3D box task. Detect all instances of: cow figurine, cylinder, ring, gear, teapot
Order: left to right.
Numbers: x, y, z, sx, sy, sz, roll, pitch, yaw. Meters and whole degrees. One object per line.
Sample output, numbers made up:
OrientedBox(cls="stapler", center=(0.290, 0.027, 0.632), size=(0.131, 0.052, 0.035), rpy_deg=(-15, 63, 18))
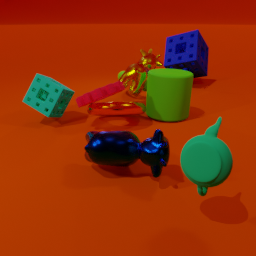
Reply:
OrientedBox(cls="gear", center=(-0.731, -0.892, 7.409), size=(1.295, 0.239, 1.295), rpy_deg=(-21, 5, 2))
OrientedBox(cls="ring", center=(-0.317, -0.525, 7.863), size=(1.654, 0.331, 1.654), rpy_deg=(-1, 1, 0))
OrientedBox(cls="cow figurine", center=(-0.017, 0.405, 5.198), size=(1.539, 0.845, 1.514), rpy_deg=(3, 1, -21))
OrientedBox(cls="cow figurine", center=(0.428, -1.859, 9.081), size=(0.946, 1.696, 1.723), rpy_deg=(35, 5, 2))
OrientedBox(cls="ring", center=(0.625, -1.730, 10.678), size=(2.086, 0.417, 2.086), rpy_deg=(15, 16, -4))
OrientedBox(cls="cylinder", center=(1.209, -1.007, 8.315), size=(1.307, 1.307, 1.307), rpy_deg=(2, 21, -1))
OrientedBox(cls="teapot", center=(1.114, 0.404, 3.857), size=(0.709, 1.141, 0.558), rpy_deg=(14, 9, 35))

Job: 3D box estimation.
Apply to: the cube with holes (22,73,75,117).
OrientedBox(cls="cube with holes", center=(-2.199, -0.884, 7.867), size=(0.867, 0.867, 0.867), rpy_deg=(31, 7, 8))

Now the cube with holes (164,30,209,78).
OrientedBox(cls="cube with holes", center=(2.504, -3.029, 11.897), size=(1.394, 1.394, 1.394), rpy_deg=(-4, -20, 33))
